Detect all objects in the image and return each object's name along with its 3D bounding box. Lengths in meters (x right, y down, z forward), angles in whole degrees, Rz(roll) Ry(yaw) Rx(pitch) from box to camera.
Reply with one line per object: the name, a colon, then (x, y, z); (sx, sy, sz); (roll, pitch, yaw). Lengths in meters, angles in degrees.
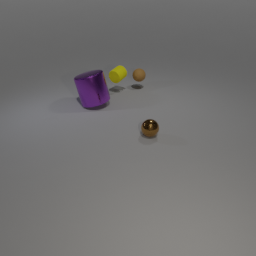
ball: (0.589, -2.814, 14.904); (0.700, 0.700, 0.700); (0, 29, 0)
ball: (0.849, 0.003, 10.761); (0.700, 0.700, 0.700); (0, 29, 0)
cylinder: (-0.516, -2.750, 14.352); (0.700, 0.700, 0.700); (17, 41, 27)
cylinder: (-1.670, -1.854, 13.122); (1.400, 1.400, 1.400); (-13, 23, 5)
